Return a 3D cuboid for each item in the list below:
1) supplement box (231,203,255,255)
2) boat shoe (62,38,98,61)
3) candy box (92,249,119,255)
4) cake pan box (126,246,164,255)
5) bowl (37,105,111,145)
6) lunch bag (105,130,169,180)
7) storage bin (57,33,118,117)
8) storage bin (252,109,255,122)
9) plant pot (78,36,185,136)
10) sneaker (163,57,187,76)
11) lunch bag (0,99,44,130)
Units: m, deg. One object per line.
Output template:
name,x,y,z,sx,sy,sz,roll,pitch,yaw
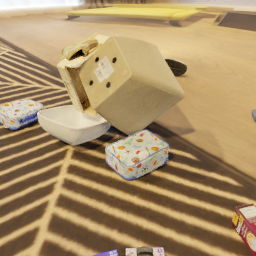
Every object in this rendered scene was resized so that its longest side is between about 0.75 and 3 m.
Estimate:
supplement box,3.157,2.567,6.887,0.528,0.680,1.233,-8,32,-13
boat shoe,-1.517,-2.565,9.298,1.329,0.492,0.441,-29,73,-20
candy box,-0.936,3.433,5.391,1.926,0.742,1.629,-10,34,-13
cake pan box,0.412,3.169,6.315,0.917,0.260,0.995,1,31,-2
bowl,-2.035,-0.126,10.884,2.336,0.873,2.339,21,24,30
lunch bag,0.324,0.848,9.681,2.062,0.779,1.652,-21,35,-30
storage bin,-1.295,-2.088,11.084,1.123,2.397,2.380,25,57,32
storage bin,5.790,-0.584,12.298,0.547,0.592,0.814,-5,30,11
plant pot,-0.133,-1.597,9.799,2.353,2.658,2.654,14,45,-51
sneaker,2.457,-4.071,17.515,2.835,1.070,1.631,12,35,23
lunch bag,-4.657,-0.599,12.149,1.498,0.706,1.869,22,37,29
